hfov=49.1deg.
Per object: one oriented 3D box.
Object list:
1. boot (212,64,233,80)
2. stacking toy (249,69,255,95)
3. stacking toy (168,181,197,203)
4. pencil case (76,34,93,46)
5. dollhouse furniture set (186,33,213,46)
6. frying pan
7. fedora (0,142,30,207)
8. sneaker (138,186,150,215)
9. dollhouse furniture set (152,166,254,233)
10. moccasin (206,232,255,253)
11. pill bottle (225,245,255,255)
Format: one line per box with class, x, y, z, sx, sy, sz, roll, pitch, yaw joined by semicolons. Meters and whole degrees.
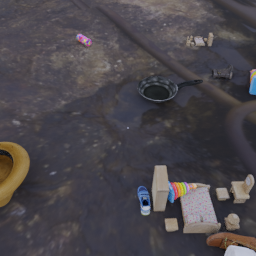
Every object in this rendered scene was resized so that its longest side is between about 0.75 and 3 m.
boot;4.019;-2.442;11.989;0.833;0.331;0.957;9;49;8
stacking toy;5.325;-2.045;11.399;0.917;0.867;1.580;4;34;7
stacking toy;1.481;1.654;7.609;0.856;0.470;0.497;-9;42;-11
pencil case;-2.160;-4.354;13.822;0.883;0.390;0.390;34;55;30
dollhouse furniture set;3.485;-4.407;13.764;1.201;0.531;0.622;0;46;0
frying pan;1.555;-1.706;11.225;2.558;0.416;1.547;-26;52;-25
fedora;-3.773;1.423;7.753;2.434;0.993;2.434;-4;38;3
sneaker;0.456;1.935;7.710;0.317;0.353;0.857;-8;45;-5
dollhouse furniture set;1.972;1.841;7.257;2.549;1.128;1.321;0;46;-1
moccasin;2.530;2.851;6.793;1.225;0.448;0.473;12;38;-2
pill bottle;3.366;3.297;5.551;2.707;1.535;1.535;9;46;9
